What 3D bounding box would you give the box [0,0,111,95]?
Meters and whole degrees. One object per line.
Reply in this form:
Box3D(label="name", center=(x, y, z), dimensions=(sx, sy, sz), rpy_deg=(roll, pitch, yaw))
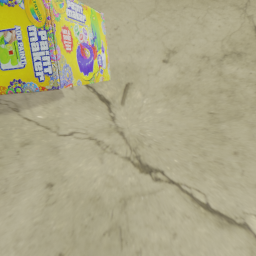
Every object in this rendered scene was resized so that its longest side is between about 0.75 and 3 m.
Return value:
Box3D(label="box", center=(-1.583, -1.255, 4.530), dimensions=(2.013, 1.275, 2.090), rpy_deg=(-3, 12, 15))
